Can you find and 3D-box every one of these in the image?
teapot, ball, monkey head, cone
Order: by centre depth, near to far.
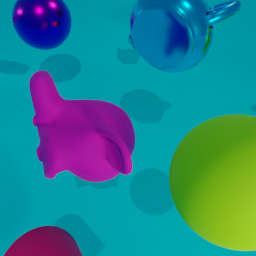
[{"bbox_3d":[0.816,0.394,2.139,0.999,0.999,0.999,0,50,0],"label":"ball"},{"bbox_3d":[-0.611,1.618,2.855,1.098,1.094,1.094,-12,36,44],"label":"cone"},{"bbox_3d":[-0.483,-0.053,3.126,1.077,1.285,1.787,-11,18,-6],"label":"monkey head"},{"bbox_3d":[0.658,-1.531,4.272,2.056,1.278,1.007,-2,35,42],"label":"teapot"},{"bbox_3d":[-1.955,-2.468,6.417,1.308,1.308,1.308,0,50,0],"label":"ball"}]
